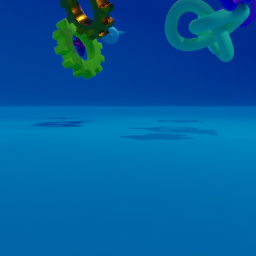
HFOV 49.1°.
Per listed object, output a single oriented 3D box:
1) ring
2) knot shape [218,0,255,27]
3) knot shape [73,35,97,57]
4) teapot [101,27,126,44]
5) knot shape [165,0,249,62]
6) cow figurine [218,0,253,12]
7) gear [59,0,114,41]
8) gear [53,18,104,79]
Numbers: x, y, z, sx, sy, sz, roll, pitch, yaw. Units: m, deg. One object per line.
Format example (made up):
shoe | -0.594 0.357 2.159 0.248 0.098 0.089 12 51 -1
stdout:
ring | 2.984 -3.463 10.207 0.328 1.642 1.642 -23 1 11
knot shape | 3.734 -3.960 10.098 1.687 0.833 1.803 -42 17 4
knot shape | -2.160 -4.038 12.632 1.394 1.490 0.688 27 8 32
teapot | -0.652 -3.661 11.058 1.101 0.684 0.539 -16 23 -6
knot shape | 2.031 -2.449 6.818 2.012 0.930 1.883 23 -12 -17
cow figurine | 1.760 -3.082 4.750 0.906 1.625 1.651 -28 -9 -6
gear | -1.226 -3.492 7.982 0.362 1.959 1.959 -42 28 -28
gear | -1.622 -2.721 9.539 0.379 2.047 2.047 -14 -4 34
